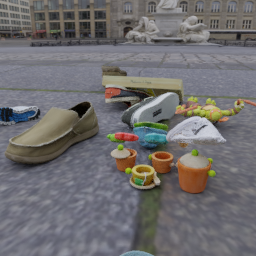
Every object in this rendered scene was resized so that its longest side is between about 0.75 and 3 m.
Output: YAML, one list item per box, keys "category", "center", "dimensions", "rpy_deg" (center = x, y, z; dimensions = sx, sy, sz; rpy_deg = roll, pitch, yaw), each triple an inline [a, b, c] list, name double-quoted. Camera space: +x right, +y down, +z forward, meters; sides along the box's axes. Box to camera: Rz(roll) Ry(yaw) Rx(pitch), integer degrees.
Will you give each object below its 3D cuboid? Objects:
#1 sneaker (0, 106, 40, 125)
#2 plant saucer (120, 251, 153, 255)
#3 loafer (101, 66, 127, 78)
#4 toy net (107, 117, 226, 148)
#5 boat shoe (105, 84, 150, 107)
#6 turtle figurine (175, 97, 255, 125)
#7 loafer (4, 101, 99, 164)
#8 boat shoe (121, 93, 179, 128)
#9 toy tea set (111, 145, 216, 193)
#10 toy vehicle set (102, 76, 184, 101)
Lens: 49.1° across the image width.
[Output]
- category: "sneaker"
  center: [-3.695, -0.441, 9.125]
  dimensions: [1.509, 0.566, 0.654]
  rpy_deg: [-6, 13, -41]
- category: "plant saucer"
  center: [0.150, 1.788, 2.706]
  dimensions: [1.109, 0.213, 1.109]
  rpy_deg: [29, 35, -22]
- category: "loafer"
  center: [-0.751, -2.481, 14.067]
  dimensions: [1.131, 1.003, 2.974]
  rpy_deg: [7, 5, 11]
- category: "toy net"
  center: [0.725, 0.053, 5.965]
  dimensions: [1.558, 0.574, 2.971]
  rpy_deg: [12, -10, -26]
- category: "boat shoe"
  center: [0.007, -1.129, 10.604]
  dimensions: [2.135, 0.668, 0.760]
  rpy_deg: [7, -7, -44]
- category: "turtle figurine"
  center: [2.661, -0.527, 8.829]
  dimensions: [2.521, 0.812, 2.033]
  rpy_deg: [-6, 12, 2]
- category: "loafer"
  center: [-1.833, 0.000, 7.080]
  dimensions: [1.112, 0.987, 2.926]
  rpy_deg: [10, 22, 26]
- category: "boat shoe"
  center: [0.778, -0.643, 9.040]
  dimensions: [0.790, 0.878, 2.483]
  rpy_deg: [18, 28, 37]
- category: "toy tea set"
  center: [0.680, 0.635, 5.619]
  dimensions: [2.140, 0.792, 1.272]
  rpy_deg: [2, 20, 6]
- category: "toy vehicle set"
  center: [0.663, -1.530, 11.023]
  dimensions: [2.964, 0.393, 1.842]
  rpy_deg: [5, -6, 13]
